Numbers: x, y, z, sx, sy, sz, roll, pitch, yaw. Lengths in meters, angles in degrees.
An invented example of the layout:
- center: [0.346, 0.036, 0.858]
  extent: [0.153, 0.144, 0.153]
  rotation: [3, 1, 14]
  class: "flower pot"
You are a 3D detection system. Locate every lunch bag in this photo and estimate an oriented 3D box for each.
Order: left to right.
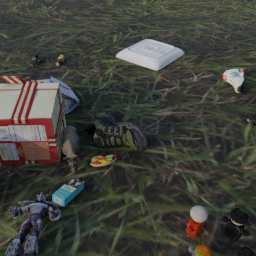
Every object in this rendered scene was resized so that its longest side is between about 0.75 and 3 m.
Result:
- center: [-3.158, -1.340, 11.664]
  extent: [1.874, 1.192, 1.589]
  rotation: [-11, 40, -26]
  class: "lunch bag"

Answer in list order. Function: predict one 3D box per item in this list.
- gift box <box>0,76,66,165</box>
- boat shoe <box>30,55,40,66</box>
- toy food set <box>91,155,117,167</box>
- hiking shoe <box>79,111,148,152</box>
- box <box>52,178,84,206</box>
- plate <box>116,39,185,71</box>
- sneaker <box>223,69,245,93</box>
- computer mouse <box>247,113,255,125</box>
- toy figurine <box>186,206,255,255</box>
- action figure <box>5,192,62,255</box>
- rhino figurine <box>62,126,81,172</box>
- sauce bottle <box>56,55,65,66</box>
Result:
- center: [-3.459, -0.334, 9.491]
  extent: [2.478, 2.287, 2.314]
  rotation: [3, 40, -6]
  class: "gift box"
- center: [-5.087, -3.678, 15.241]
  extent: [0.366, 0.360, 0.981]
  rotation: [2, 38, 3]
  class: "boat shoe"
- center: [-0.788, 1.040, 9.111]
  extent: [0.880, 0.216, 0.889]
  rotation: [-11, 5, 2]
  class: "toy food set"
- center: [-0.494, 0.370, 9.819]
  extent: [2.634, 0.997, 1.326]
  rotation: [24, 53, 39]
  class: "hiking shoe"
- center: [-1.720, 1.838, 8.146]
  extent: [0.421, 0.252, 1.023]
  rotation: [16, 24, 18]
  class: "box"
- center: [1.312, -4.357, 16.015]
  extent: [2.959, 0.478, 2.952]
  rotation: [27, 45, 29]
  class: "plate"
- center: [4.948, -2.235, 13.219]
  extent: [0.954, 0.718, 2.041]
  rotation: [7, 36, 18]
  class: "sneaker"
- center: [5.878, -0.897, 11.562]
  extent: [1.906, 0.725, 2.752]
  rotation: [10, 51, 9]
  class: "computer mouse"
- center: [2.173, 2.671, 6.666]
  extent: [1.524, 1.060, 1.500]
  rotation: [5, 39, 6]
  class: "toy figurine"
- center: [-2.441, 2.461, 7.236]
  extent: [1.374, 0.732, 2.111]
  rotation: [-4, 35, 4]
  class: "action figure"
- center: [-1.878, 0.705, 9.288]
  extent: [0.605, 0.885, 2.023]
  rotation: [-8, 39, -8]
  class: "rhino figurine"
- center: [-3.717, -3.700, 15.322]
  extent: [0.303, 0.303, 0.919]
  rotation: [5, 37, 7]
  class: "sauce bottle"
